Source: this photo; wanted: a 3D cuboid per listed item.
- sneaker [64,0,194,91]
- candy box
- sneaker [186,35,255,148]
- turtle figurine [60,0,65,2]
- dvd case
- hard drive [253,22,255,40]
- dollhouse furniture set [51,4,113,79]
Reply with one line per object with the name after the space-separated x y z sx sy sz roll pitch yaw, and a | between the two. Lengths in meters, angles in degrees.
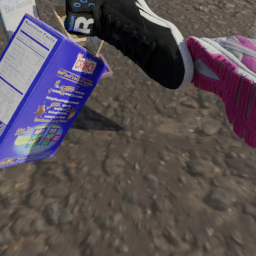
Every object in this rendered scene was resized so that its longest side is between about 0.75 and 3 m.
-0.228 -1.692 5.105 1.647 1.075 2.944 -17 63 -28 | sneaker
-1.780 -0.615 5.749 1.028 2.256 2.668 36 98 11 | candy box
1.971 -0.707 4.256 1.163 1.072 2.636 -20 53 -12 | sneaker
-1.377 -4.101 7.927 1.685 1.634 1.213 36 92 -9 | turtle figurine
-2.954 -2.819 7.982 0.169 1.931 1.378 12 40 21 | dvd case
3.715 -1.634 5.817 2.144 1.414 0.282 4 9 3 | hard drive
-1.637 -2.882 7.761 2.170 1.944 2.739 -20 71 -32 | dollhouse furniture set
